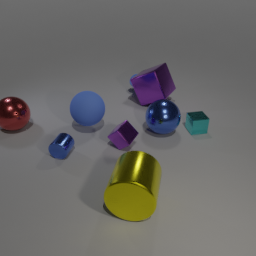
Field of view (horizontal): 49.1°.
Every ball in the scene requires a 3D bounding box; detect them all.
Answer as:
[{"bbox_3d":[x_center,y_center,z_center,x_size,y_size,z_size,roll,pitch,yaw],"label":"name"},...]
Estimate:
[{"bbox_3d":[1.384,-0.445,11.105,1.400,1.400,1.400,0,31,0],"label":"ball"},{"bbox_3d":[-4.694,-0.578,11.370,1.400,1.400,1.400,0,31,0],"label":"ball"},{"bbox_3d":[-1.607,-0.776,11.146,1.400,1.400,1.400,0,31,0],"label":"ball"}]

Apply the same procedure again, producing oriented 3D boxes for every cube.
[{"bbox_3d":[1.219,-2.089,13.370,1.400,1.400,1.400,-13,20,37],"label":"cube"},{"bbox_3d":[-0.179,0.257,10.281,0.700,0.700,0.700,-30,16,50],"label":"cube"},{"bbox_3d":[2.809,-0.206,11.416,0.700,0.700,0.700,-6,32,-10],"label":"cube"}]

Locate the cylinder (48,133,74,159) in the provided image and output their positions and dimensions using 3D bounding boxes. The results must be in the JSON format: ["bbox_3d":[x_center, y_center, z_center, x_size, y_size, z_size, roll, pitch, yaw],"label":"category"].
[{"bbox_3d":[-2.366,0.639,9.992,0.700,0.700,0.700,8,34,12],"label":"cylinder"}]

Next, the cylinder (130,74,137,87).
[{"bbox_3d":[0.544,-2.365,14.638,0.700,0.700,0.700,23,-4,33],"label":"cylinder"}]

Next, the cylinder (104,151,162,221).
[{"bbox_3d":[0.174,1.574,7.767,1.400,1.400,1.400,6,31,10],"label":"cylinder"}]
